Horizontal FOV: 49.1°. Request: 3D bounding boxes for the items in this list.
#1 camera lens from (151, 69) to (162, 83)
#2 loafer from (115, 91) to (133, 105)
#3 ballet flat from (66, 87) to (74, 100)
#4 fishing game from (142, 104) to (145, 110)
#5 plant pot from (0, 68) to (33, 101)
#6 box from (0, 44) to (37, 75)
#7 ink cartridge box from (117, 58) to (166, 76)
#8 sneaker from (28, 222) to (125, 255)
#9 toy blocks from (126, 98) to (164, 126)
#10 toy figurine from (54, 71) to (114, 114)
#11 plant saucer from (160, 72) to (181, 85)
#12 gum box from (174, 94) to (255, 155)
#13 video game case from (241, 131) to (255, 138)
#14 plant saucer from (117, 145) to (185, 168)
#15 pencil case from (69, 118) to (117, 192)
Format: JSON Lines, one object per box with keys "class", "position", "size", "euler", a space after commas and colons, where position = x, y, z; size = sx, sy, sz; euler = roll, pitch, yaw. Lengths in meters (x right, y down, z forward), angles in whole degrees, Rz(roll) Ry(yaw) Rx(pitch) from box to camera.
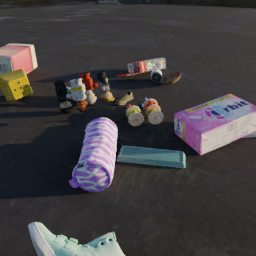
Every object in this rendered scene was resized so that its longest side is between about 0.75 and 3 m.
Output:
{"class": "camera lens", "position": [1.643, -3.003, 16.096], "size": [0.640, 0.640, 0.800], "euler": [3, 26, 5]}
{"class": "loafer", "position": [-0.199, -1.490, 13.792], "size": [0.461, 0.427, 1.227], "euler": [19, 36, 29]}
{"class": "ballet flat", "position": [-2.783, -1.670, 14.131], "size": [1.603, 0.606, 0.512], "euler": [25, 9, 29]}
{"class": "fishing game", "position": [0.962, -1.093, 13.427], "size": [0.619, 0.134, 0.865], "euler": [9, 32, 10]}
{"class": "plant pot", "position": [-5.325, -2.006, 13.512], "size": [1.295, 1.295, 1.142], "euler": [-27, 30, -26]}
{"class": "box", "position": [-7.020, -4.026, 16.986], "size": [1.777, 1.514, 2.779], "euler": [5, 31, 8]}
{"class": "ink cartridge box", "position": [0.748, -3.667, 16.812], "size": [2.717, 0.684, 1.480], "euler": [-16, 15, -25]}
{"class": "sneaker", "position": [-1.072, 2.695, 6.250], "size": [2.439, 0.898, 1.439], "euler": [33, 48, 28]}
{"class": "toy blocks", "position": [0.634, -0.833, 12.465], "size": [1.532, 0.667, 1.838], "euler": [-5, 30, -6]}
{"class": "toy figurine", "position": [-1.957, -1.546, 12.476], "size": [2.193, 1.526, 2.159], "euler": [-26, 22, -39]}
{"class": "plant saucer", "position": [2.436, -2.747, 15.745], "size": [1.279, 0.234, 1.279], "euler": [-24, 23, 11]}
{"class": "gum box", "position": [3.498, -0.264, 10.832], "size": [2.958, 0.978, 1.678], "euler": [-20, 35, -17]}
{"class": "video game case", "position": [4.943, -0.204, 11.786], "size": [2.105, 0.232, 1.916], "euler": [-4, 31, -4]}
{"class": "plant saucer", "position": [0.829, 0.976, 9.863], "size": [2.364, 0.224, 0.827], "euler": [4, 31, 9]}
{"class": "pencil case", "position": [-1.036, 0.810, 9.256], "size": [1.274, 1.250, 2.979], "euler": [-23, 25, 16]}
